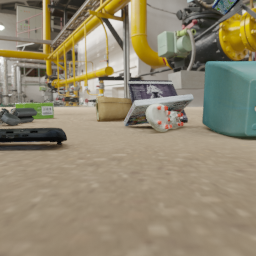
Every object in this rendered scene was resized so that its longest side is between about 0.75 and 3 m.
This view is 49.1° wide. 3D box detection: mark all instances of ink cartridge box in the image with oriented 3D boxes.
[{"bbox_3d":[-4.802,-0.851,13.781,1.503,0.770,2.034,-6,6,-43],"label":"ink cartridge box"}]

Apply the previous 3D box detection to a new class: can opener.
[{"bbox_3d":[-4.038,-0.350,10.235,0.771,0.610,2.319,36,11,4],"label":"can opener"}]

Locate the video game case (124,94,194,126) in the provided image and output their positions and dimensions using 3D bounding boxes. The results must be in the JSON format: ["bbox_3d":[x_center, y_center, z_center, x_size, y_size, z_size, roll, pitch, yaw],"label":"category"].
[{"bbox_3d":[0.887,-0.528,8.699,1.808,0.208,1.647,-8,-18,-16],"label":"video game case"}]

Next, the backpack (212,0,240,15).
[{"bbox_3d":[2.822,-3.857,7.863,0.818,1.113,1.019,31,-8,0],"label":"backpack"}]

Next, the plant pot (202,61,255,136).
[{"bbox_3d":[3.090,-0.681,6.944,1.883,1.884,2.665,0,14,4],"label":"plant pot"}]

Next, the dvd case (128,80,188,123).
[{"bbox_3d":[1.142,-1.150,11.558,2.015,0.216,2.710,-1,44,-9],"label":"dvd case"}]

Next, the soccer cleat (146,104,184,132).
[{"bbox_3d":[0.897,-0.237,7.889,0.823,0.736,2.123,-3,-4,29],"label":"soccer cleat"}]

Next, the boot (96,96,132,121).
[{"bbox_3d":[-0.185,-1.199,12.157,2.419,2.118,0.800,0,-38,-14],"label":"boot"}]

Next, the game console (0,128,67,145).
[{"bbox_3d":[-2.557,0.204,4.793,2.894,0.349,1.707,-2,6,-2],"label":"game console"}]
